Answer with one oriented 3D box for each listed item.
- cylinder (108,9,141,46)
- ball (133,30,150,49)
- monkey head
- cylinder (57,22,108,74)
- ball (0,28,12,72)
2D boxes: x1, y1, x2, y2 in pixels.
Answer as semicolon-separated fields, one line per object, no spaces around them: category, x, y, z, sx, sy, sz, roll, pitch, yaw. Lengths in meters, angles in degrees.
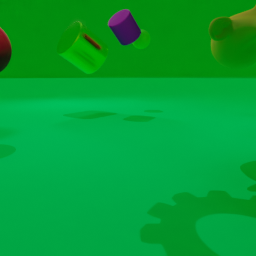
cylinder;-0.109;-3.421;9.553;0.851;0.851;0.851;10;-28;41
ball;0.521;-3.537;11.172;0.743;0.743;0.743;0;11;0
monkey head;1.837;-1.570;4.444;1.017;1.215;1.688;-1;2;30
cylinder;-1.658;-2.909;10.265;1.368;1.368;1.368;31;-12;-40
ball;-2.869;-1.561;5.485;1.095;1.095;1.095;0;11;0
